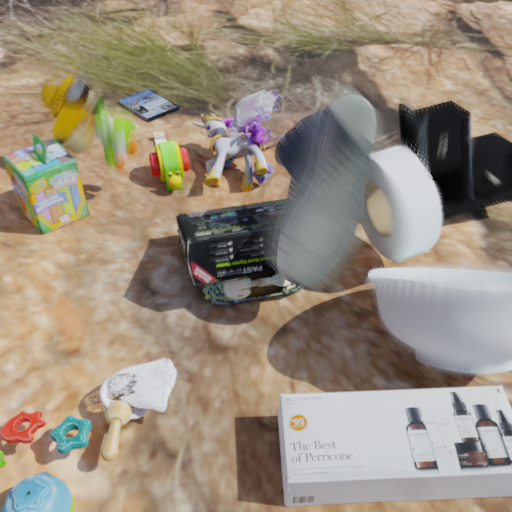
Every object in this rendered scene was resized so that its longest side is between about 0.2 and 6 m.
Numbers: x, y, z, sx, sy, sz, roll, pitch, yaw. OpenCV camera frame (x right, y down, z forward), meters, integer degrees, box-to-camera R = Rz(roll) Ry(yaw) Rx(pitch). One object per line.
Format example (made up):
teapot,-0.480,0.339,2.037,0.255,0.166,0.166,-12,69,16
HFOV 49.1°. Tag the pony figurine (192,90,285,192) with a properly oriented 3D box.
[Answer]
pony figurine,-0.264,-2.175,10.722,1.813,1.564,1.878,-11,59,1

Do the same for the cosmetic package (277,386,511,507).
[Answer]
cosmetic package,1.630,2.158,6.465,2.691,0.681,1.111,-2,42,-2

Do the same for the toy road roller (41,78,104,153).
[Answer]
toy road roller,-3.432,-2.587,10.158,0.928,0.781,1.272,15,87,13

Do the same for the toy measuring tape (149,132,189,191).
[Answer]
toy measuring tape,-1.761,-2.066,10.905,0.802,0.802,2.180,-11,44,-11

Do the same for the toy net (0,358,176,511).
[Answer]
toy net,-2.057,2.096,6.720,1.347,0.496,2.568,27,48,30

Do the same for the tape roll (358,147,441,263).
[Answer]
tape roll,2.052,-0.765,8.361,0.576,1.647,1.647,-19,46,-11

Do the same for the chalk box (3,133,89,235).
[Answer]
chalk box,-3.594,-1.316,9.539,0.937,1.513,0.941,-29,50,-27

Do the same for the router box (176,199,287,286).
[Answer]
router box,-0.068,-0.290,8.651,2.185,0.679,1.637,-9,21,-10

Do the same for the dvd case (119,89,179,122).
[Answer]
dvd case,-2.459,-3.465,12.857,0.858,0.106,1.203,-32,51,-31

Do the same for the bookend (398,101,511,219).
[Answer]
bookend,3.485,-1.747,9.397,1.889,1.878,0.870,-14,32,-1

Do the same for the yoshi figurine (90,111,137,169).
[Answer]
yoshi figurine,-2.291,-1.915,9.290,0.691,1.234,0.694,-15,71,-2

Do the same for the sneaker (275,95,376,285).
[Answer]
sneaker,0.756,-0.906,8.092,0.978,2.572,1.859,19,0,-18

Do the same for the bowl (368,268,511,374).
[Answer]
bowl,2.689,0.806,7.212,2.539,1.141,2.539,2,4,0

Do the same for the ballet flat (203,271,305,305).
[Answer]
ballet flat,0.000,0.388,8.363,1.588,0.590,0.590,-11,44,-10
